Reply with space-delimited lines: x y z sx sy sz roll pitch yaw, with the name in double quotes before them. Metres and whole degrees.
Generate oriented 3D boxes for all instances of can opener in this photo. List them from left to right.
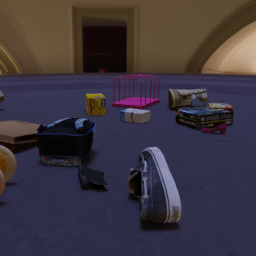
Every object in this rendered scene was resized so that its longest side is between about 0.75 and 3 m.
"can opener" 3.573 -1.141 14.243 0.990 0.784 2.979 2 15 11

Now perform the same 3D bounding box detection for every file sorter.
"file sorter" 0.546 -2.291 16.828 1.932 1.744 2.781 8 16 26

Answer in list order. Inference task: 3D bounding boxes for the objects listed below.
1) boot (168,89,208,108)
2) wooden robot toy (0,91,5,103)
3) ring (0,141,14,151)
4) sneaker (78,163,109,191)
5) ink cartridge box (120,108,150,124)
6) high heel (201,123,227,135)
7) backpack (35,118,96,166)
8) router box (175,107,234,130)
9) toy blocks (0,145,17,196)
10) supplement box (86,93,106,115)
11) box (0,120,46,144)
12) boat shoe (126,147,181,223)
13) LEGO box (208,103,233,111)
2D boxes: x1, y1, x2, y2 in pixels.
"boot" 3.436 -1.753 16.028 2.211 1.031 2.860 0 9 9
"wooden robot toy" -7.562 -1.059 14.259 2.784 1.227 1.263 -16 57 -49
"ring" -4.757 0.630 8.424 2.447 0.235 2.447 1 14 0
"sneaker" -0.821 1.114 6.423 0.569 0.328 1.091 -4 20 -14
"ink cartridge box" 0.329 -0.552 12.565 1.131 0.476 0.818 9 17 32
"high heel" 3.229 -0.025 10.570 0.932 0.448 0.314 6 15 21
"backpack" -1.656 0.292 8.014 1.477 1.089 1.618 2 15 7
"router box" 3.244 -0.464 11.956 1.967 0.611 1.474 -8 16 -27
"toy blocks" -3.444 1.144 4.923 2.243 0.977 2.691 -1 14 -7
"supplement box" -1.682 -1.242 14.452 0.889 0.883 1.623 -3 15 -11
"box" -4.014 0.099 9.886 2.877 0.306 2.352 8 10 28
"boat shoe" 0.364 1.060 5.710 0.813 0.860 2.398 0 21 -6
"LEGO box" 4.471 -0.852 13.649 1.007 0.522 1.353 2 15 9
